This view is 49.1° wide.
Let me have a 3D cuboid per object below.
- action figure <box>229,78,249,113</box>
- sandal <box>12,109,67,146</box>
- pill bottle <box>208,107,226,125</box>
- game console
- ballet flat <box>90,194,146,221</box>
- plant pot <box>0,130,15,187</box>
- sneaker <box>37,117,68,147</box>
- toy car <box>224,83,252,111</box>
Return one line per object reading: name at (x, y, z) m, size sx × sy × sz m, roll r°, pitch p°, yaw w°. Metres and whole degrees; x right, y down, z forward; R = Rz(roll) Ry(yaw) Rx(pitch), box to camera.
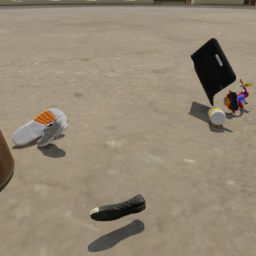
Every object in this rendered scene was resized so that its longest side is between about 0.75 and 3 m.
action figure at (4.021, -1.246, 10.303) m, size 0.535 × 0.811 × 1.638 m, roll -31°, pitch 3°, yaw 39°
sandal at (-2.628, -0.007, 8.282) m, size 1.669 × 0.478 × 0.639 m, roll -31°, pitch 83°, yaw -24°
pill bottle at (2.848, -0.421, 9.062) m, size 0.460 × 0.460 × 0.883 m, roll 4°, pitch 16°, yaw 7°
game console at (2.938, -1.892, 9.669) m, size 1.017 × 1.537 × 1.748 m, roll 3°, pitch 60°, yaw -43°
ballet flat at (-0.189, 1.491, 5.220) m, size 1.132 × 0.376 × 0.322 m, roll -4°, pitch 44°, yaw -28°
plant pot at (-4.072, -0.101, 6.001) m, size 2.616 × 2.799 × 2.616 m, roll -1°, pitch 26°, yaw 0°
sneaker at (-2.156, 0.095, 7.725) m, size 1.118 × 0.458 × 0.418 m, roll -37°, pitch 14°, yaw 21°
toy car at (3.846, -1.074, 9.837) m, size 1.369 × 0.672 × 0.456 m, roll -27°, pitch 9°, yaw -27°
